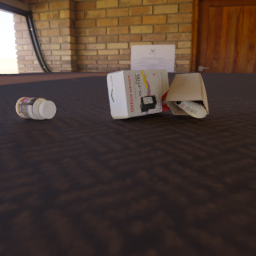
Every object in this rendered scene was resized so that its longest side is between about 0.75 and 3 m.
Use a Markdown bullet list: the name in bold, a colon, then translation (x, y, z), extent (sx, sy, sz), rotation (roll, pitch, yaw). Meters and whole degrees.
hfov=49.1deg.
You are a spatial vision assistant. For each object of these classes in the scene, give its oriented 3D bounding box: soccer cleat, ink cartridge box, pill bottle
- **soccer cleat**: translation (2.058, -0.781, 9.744), extent (1.423, 0.493, 0.552), rotation (37, 24, 19)
- **ink cartridge box**: translation (0.455, -1.271, 10.230), extent (2.215, 1.614, 0.917), rotation (-12, 9, -40)
- **pill bottle**: translation (-3.222, -0.684, 9.828), extent (1.299, 0.756, 0.756), rotation (6, 15, 29)

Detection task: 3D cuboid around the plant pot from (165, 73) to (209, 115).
- **plant pot**: translation (2.178, -1.249, 10.084), extent (1.306, 1.156, 1.305), rotation (0, -19, 24)
